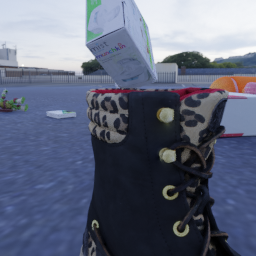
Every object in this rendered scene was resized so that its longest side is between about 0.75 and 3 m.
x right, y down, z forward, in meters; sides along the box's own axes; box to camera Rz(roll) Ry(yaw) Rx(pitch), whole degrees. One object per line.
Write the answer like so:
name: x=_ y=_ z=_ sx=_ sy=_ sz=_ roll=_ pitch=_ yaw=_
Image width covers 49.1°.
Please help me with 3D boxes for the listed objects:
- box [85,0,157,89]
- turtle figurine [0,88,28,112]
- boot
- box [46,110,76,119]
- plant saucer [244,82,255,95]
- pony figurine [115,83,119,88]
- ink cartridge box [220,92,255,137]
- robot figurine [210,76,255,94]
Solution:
box: x=-0.188 y=-3.085 z=9.197 sx=1.366 sy=2.825 sz=2.493 roll=-18 pitch=-34 yaw=20
turtle figurine: x=-5.327 y=-1.278 z=12.977 sx=1.409 sy=1.045 sz=1.453 roll=6 pitch=15 yaw=10
boot: x=0.406 y=0.532 z=1.609 sx=0.730 sy=1.502 sz=1.995 roll=-10 pitch=14 yaw=-43
box: x=-2.703 y=-0.558 z=11.304 sx=0.789 sy=0.199 sz=1.093 roll=-9 pitch=15 yaw=-39
plant saucer: x=4.454 y=-0.631 z=8.653 sx=2.060 sy=0.522 sz=2.060 roll=34 pitch=6 yaw=-4
pony figurine: x=-0.099 y=-1.280 z=13.165 sx=1.595 sy=1.328 sz=1.540 roll=-4 pitch=-22 yaw=-2
ink cartridge box: x=2.669 y=-0.531 z=8.565 sx=1.921 sy=1.104 sz=2.646 roll=-3 pitch=11 yaw=-15
robot figurine: x=4.338 y=-1.190 z=10.924 sx=2.800 sy=1.633 sz=2.014 roll=0 pitch=33 yaw=-9
